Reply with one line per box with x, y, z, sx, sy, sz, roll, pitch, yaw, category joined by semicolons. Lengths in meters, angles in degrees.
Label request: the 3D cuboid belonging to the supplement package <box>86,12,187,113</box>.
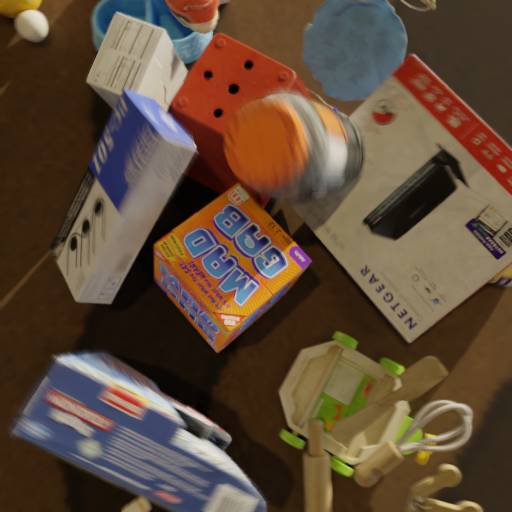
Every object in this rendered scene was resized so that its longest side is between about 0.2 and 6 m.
-1.973;-3.058;9.543;0.895;1.614;1.257;22;87;7;supplement package

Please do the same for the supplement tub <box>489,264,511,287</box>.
3.991;-0.006;9.395;1.268;0.922;0.922;14;79;3;supplement tub

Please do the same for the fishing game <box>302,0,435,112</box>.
1.690;-3.655;9.818;1.881;0.408;2.627;37;115;11;fishing game

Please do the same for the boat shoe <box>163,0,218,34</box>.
-1.508;-5.189;10.134;1.139;1.001;3.201;-26;54;-7;boat shoe

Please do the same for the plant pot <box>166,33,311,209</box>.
-0.331;-2.325;9.347;2.166;1.909;2.164;30;81;5;plant pot

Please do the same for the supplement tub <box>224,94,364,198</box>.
0.568;-1.498;7.880;1.365;2.227;1.365;3;96;29;supplement tub

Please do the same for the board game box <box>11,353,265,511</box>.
-1.608;2.421;8.077;3.246;3.244;1.001;32;80;-15;board game box

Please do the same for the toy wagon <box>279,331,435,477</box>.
1.652;2.537;9.126;2.537;0.502;1.969;30;81;5;toy wagon

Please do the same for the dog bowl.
-1.971;-4.264;10.409;2.251;0.558;1.254;-1;79;0;dog bowl

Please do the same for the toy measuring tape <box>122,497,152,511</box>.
-2.666;4.529;8.594;2.286;0.841;0.841;-34;81;-6;toy measuring tape

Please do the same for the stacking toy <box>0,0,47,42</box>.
-4.487;-4.986;10.323;1.574;1.574;2.155;-30;99;-5;stacking toy

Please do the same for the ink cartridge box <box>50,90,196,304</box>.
-2.158;-0.841;8.670;3.024;0.669;1.421;-57;50;22;ink cartridge box

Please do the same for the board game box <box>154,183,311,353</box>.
-0.446;0.237;8.809;1.657;1.658;1.656;-39;81;-20;board game box

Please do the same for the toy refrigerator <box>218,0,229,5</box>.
-0.921;-5.537;10.666;0.488;0.529;1.394;-14;80;-3;toy refrigerator

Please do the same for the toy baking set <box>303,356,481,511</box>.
2.041;3.327;8.705;2.705;0.410;3.524;-7;94;2;toy baking set

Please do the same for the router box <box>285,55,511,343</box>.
2.497;-0.846;8.783;2.967;0.808;3.306;-45;75;18;router box
